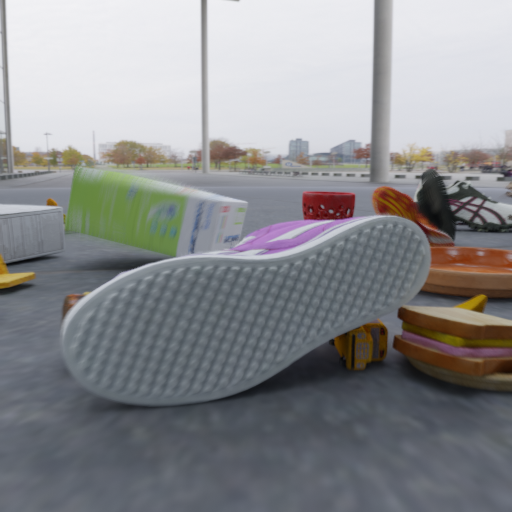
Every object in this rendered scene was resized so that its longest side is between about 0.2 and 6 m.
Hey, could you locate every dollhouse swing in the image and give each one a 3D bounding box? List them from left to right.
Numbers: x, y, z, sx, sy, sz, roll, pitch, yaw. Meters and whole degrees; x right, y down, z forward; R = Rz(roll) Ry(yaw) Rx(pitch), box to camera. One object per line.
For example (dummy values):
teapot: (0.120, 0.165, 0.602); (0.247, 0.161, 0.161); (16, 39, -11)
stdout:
dollhouse swing: (-3.270, 0.079, 6.813); (0.748, 0.773, 0.851); (-20, 4, 14)

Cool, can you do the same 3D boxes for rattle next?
rattle: (-4.328, -0.950, 13.191); (1.168, 0.835, 0.761); (-15, -3, -39)

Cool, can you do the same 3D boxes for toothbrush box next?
toothbrush box: (-1.457, -0.629, 8.556); (2.247, 0.967, 1.636); (15, 7, 12)

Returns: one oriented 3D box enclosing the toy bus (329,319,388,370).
toy bus: (0.798, 0.618, 4.467); (0.369, 0.307, 0.944); (1, 8, -2)

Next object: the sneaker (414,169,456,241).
sneaker: (3.178, -0.891, 10.719); (1.025, 0.684, 1.790); (-3, -36, 27)

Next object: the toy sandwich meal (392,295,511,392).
toy sandwich meal: (1.649, 0.577, 4.133); (1.390, 0.476, 1.390); (0, 9, 0)

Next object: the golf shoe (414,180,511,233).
golf shoe: (5.199, -1.198, 13.370); (2.829, 1.246, 1.092); (3, 8, 12)

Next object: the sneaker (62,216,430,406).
sneaker: (-0.159, 0.296, 4.207); (2.574, 0.933, 1.467); (-13, 11, -22)

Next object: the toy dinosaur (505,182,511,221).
toy dinosaur: (5.450, -1.035, 10.920); (0.982, 0.622, 1.449); (-33, 63, -20)

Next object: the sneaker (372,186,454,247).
sneaker: (2.337, -0.453, 8.737); (1.719, 0.627, 0.663); (40, -3, -24)

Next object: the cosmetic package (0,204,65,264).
cosmetic package: (-4.934, -0.428, 9.476); (3.306, 0.837, 1.365); (5, 10, 29)

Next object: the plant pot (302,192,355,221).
plant pot: (1.504, -0.837, 11.655); (1.095, 0.997, 1.095); (-1, 9, 0)

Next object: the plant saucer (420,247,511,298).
plant saucer: (2.720, 0.189, 7.124); (2.214, 0.357, 2.214); (1, 9, 0)

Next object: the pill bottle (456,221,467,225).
pill bottle: (5.811, -1.129, 14.845); (1.103, 0.614, 0.614); (2, 9, 5)

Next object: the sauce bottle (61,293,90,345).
sauce bottle: (-0.679, 0.526, 4.370); (1.575, 0.520, 0.520); (1, 8, -26)
